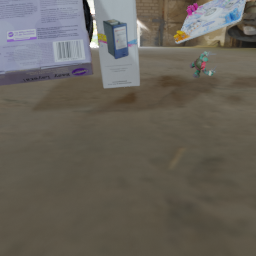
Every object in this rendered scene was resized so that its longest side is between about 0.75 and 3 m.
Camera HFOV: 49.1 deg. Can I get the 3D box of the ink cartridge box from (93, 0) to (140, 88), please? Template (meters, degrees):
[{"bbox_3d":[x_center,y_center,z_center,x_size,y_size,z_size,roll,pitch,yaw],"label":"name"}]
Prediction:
[{"bbox_3d":[-0.330,-2.714,8.144,1.125,2.571,1.868,-4,33,-3],"label":"ink cartridge box"}]

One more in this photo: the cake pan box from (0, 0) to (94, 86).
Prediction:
[{"bbox_3d":[-2.287,-2.402,6.251,2.991,2.755,0.782,-9,-11,-5],"label":"cake pan box"}]

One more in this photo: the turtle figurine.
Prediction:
[{"bbox_3d":[2.063,-1.773,7.755,0.492,0.732,0.978,3,-9,-14],"label":"turtle figurine"}]

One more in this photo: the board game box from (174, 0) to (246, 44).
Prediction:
[{"bbox_3d":[2.446,-3.427,8.299,1.940,0.251,1.940,-10,43,40],"label":"board game box"}]
